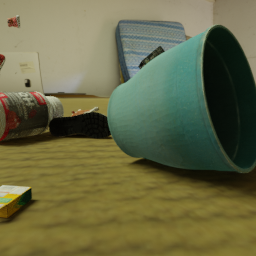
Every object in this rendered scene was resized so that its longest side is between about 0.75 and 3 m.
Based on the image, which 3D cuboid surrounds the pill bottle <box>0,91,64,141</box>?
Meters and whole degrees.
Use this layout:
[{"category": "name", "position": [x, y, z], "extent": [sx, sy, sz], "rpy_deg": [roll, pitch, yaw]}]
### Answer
[{"category": "pill bottle", "position": [-3.575, -0.465, 9.486], "extent": [1.538, 1.538, 2.779], "rpy_deg": [5, 10, 32]}]

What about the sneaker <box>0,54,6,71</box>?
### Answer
[{"category": "sneaker", "position": [-5.154, -2.176, 10.609], "extent": [1.609, 0.626, 0.661], "rpy_deg": [-42, -5, 19]}]

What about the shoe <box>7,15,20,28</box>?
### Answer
[{"category": "shoe", "position": [-3.806, -3.529, 9.322], "extent": [0.397, 0.312, 0.872], "rpy_deg": [-4, 6, -19]}]

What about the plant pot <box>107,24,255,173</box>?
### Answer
[{"category": "plant pot", "position": [1.053, -0.345, 5.910], "extent": [2.548, 2.712, 2.712], "rpy_deg": [-12, -2, 40]}]

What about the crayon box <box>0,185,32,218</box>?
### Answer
[{"category": "crayon box", "position": [-1.744, 1.027, 3.885], "extent": [0.483, 0.198, 0.768], "rpy_deg": [1, 8, 9]}]

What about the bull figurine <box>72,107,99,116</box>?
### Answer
[{"category": "bull figurine", "position": [-1.878, -0.469, 12.050], "extent": [1.368, 0.734, 2.254], "rpy_deg": [-18, 12, 1]}]

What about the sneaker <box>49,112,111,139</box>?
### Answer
[{"category": "sneaker", "position": [-1.477, -0.126, 9.811], "extent": [2.333, 0.884, 1.022], "rpy_deg": [2, 3, 11]}]

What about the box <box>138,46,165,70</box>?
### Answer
[{"category": "box", "position": [0.816, -2.302, 9.512], "extent": [0.849, 0.365, 0.695], "rpy_deg": [-41, 3, -7]}]
